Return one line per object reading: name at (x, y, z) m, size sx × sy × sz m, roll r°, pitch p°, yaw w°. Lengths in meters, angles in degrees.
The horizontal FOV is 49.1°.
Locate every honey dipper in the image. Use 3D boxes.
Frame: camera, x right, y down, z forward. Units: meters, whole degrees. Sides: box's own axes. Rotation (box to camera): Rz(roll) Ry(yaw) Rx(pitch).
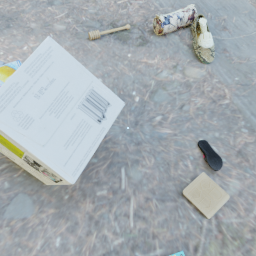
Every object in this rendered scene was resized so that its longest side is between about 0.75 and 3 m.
honey dipper at (-0.901, -4.889, 14.082) m, size 2.205 × 0.419 × 0.419 m, roll -20°, pitch 59°, yaw -14°

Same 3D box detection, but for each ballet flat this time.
ballet flat at (3.573, -4.416, 13.360) m, size 0.965 × 1.071 × 2.844 m, roll -1°, pitch 57°, yaw -1°

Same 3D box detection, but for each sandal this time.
sandal at (3.002, 1.031, 10.274) m, size 0.551 × 0.330 × 1.466 m, roll -8°, pitch 42°, yaw -12°

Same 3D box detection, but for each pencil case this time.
pencil case at (2.390, -5.476, 14.088) m, size 2.287 × 1.023 × 0.890 m, roll -26°, pitch 57°, yaw -17°

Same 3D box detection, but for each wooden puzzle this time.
wooden puzzle at (2.618, 2.268, 9.455) m, size 1.122 × 0.280 × 1.211 m, roll -36°, pitch 68°, yaw -21°

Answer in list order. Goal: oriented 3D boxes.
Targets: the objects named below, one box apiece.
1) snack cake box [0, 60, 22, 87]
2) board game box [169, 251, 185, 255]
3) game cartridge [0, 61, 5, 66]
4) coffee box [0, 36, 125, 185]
snack cake box at (-4.670, -1.220, 11.287) m, size 1.725 × 1.008 × 3.000 m, roll -23°, pitch 59°, yaw -16°
board game box at (1.363, 4.085, 8.287) m, size 0.809 × 0.190 × 0.610 m, roll -14°, pitch 58°, yaw -9°
game cartridge at (-6.588, -2.673, 12.663) m, size 1.848 × 0.374 × 1.232 m, roll 8°, pitch 61°, yaw 5°
coffee box at (-2.487, -0.280, 8.756) m, size 2.974 × 2.941 × 2.970 m, roll 40°, pitch 63°, yaw -16°
